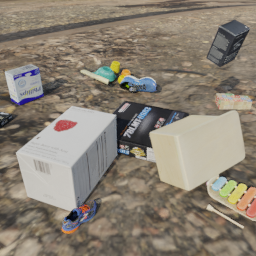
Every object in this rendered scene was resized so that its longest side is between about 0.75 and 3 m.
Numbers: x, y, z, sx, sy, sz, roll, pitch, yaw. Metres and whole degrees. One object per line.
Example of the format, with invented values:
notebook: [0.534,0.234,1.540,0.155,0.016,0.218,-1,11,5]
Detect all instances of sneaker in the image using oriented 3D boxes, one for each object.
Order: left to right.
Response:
sneaker: [-1.231,2.233,7.254,0.428,0.445,1.135,22,38,29]
sneaker: [0.492,-2.028,13.843,2.069,0.813,0.923,11,40,31]

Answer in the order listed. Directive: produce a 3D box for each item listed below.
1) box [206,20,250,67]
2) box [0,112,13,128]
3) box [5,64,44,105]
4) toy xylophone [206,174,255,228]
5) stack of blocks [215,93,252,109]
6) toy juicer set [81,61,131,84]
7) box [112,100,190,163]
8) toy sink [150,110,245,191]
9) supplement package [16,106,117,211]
box: [3.323,-2.816,9.351,0.928,1.255,0.654,-29,60,-32]
box: [-5.608,-0.337,11.490,1.282,0.279,1.027,10,34,16]
box: [-4.776,-2.018,13.020,0.776,1.480,1.361,26,40,33]
toy xylophone: [2.950,1.979,7.653,1.773,0.445,1.298,20,38,29]
stack of blocks: [4.778,-1.212,12.749,1.404,0.411,0.808,1,32,2]
toy juicer set: [-0.998,-2.689,14.947,1.743,0.745,2.739,38,41,22]
box: [0.594,0.048,10.516,2.842,0.711,2.863,14,34,20]
toy sink: [2.116,0.531,8.546,2.487,1.621,1.394,-22,15,-28]
supplement package: [-1.625,0.767,8.428,1.693,1.672,2.792,12,34,18]
